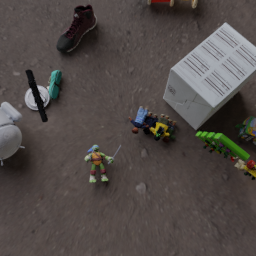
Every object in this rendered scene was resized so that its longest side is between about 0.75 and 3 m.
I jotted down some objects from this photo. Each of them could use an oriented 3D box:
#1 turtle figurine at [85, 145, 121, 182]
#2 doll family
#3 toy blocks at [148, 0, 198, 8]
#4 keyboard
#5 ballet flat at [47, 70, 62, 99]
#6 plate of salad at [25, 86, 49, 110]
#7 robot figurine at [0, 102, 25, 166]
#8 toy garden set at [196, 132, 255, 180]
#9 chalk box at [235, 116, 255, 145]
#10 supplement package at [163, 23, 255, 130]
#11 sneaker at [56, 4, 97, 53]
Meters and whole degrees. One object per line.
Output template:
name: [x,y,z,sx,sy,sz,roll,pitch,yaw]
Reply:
turtle figurine: [-0.974,1.207,9.537,1.295,0.932,1.256,-4,88,37]
doll family: [0.898,-0.045,10.172,1.806,0.708,1.044,20,78,11]
toy blocks: [1.536,-6.287,11.846,2.852,1.036,2.377,5,74,2]
keyboard: [-2.666,-0.974,8.526,0.329,0.864,1.661,-16,104,-3]
ballet flat: [-2.882,-1.651,10.817,0.436,0.417,1.238,1,71,26]
plate of salad: [-3.459,-1.145,10.708,0.946,0.227,0.946,0,84,2]
robot figurine: [-4.724,0.070,9.687,2.198,1.463,2.592,-44,77,-4]
toy garden set: [2.608,0.741,7.334,1.579,1.894,0.378,38,89,-2]
chalk box: [4.468,0.071,10.083,1.133,0.707,0.702,25,75,6]
supplement package: [2.837,-1.667,9.710,2.521,2.410,1.854,-41,77,-11]
sneaker: [-2.143,-4.072,11.048,0.828,1.265,2.189,36,76,10]
